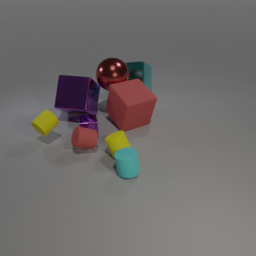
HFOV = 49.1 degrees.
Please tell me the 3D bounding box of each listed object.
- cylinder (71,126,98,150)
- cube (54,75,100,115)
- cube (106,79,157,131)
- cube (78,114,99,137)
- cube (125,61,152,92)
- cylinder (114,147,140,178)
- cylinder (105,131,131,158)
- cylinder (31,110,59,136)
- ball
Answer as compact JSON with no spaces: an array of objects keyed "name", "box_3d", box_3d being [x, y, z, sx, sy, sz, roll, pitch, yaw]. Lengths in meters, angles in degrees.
[{"name":"cylinder","box_3d":[-1.497,0.350,9.631,0.700,0.700,0.700,12,20,-31]},{"name":"cube","box_3d":[-2.113,-1.352,11.902,1.400,1.400,1.400,6,-4,12]},{"name":"cube","box_3d":[0.097,-0.939,11.315,1.400,1.400,1.400,-17,51,-29]},{"name":"cube","box_3d":[-1.532,-0.058,10.803,0.700,0.700,0.700,-6,29,-11]},{"name":"cube","box_3d":[0.313,-2.401,13.701,1.400,1.400,1.400,0,3,20]},{"name":"cylinder","box_3d":[-0.021,1.060,8.594,0.700,0.700,0.700,-10,25,5]},{"name":"cylinder","box_3d":[-0.331,0.551,9.441,0.700,0.700,0.700,-23,15,6]},{"name":"cylinder","box_3d":[-2.972,-0.180,10.056,0.700,0.700,0.700,21,58,33]},{"name":"ball","box_3d":[-0.644,-2.219,11.672,1.400,1.400,1.400,0,29,0]}]
